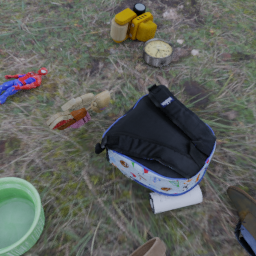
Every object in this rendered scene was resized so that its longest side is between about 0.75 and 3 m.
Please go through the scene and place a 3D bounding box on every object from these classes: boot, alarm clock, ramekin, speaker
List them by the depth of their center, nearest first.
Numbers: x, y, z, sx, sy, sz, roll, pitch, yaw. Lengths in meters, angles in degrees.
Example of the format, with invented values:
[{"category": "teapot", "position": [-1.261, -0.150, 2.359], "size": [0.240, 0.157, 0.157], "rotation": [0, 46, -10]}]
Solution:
[{"category": "ramekin", "position": [-3.139, 2.370, 7.258], "size": [1.966, 0.960, 1.966], "rotation": [0, 53, 0]}, {"category": "boot", "position": [3.098, 2.447, 7.374], "size": [0.916, 0.706, 1.889], "rotation": [-26, 59, -21]}, {"category": "speaker", "position": [1.328, 1.951, 7.822], "size": [1.410, 0.573, 0.573], "rotation": [-11, 54, -9]}, {"category": "alarm clock", "position": [1.287, -2.949, 11.489], "size": [1.293, 0.638, 1.917], "rotation": [-10, 52, -8]}]

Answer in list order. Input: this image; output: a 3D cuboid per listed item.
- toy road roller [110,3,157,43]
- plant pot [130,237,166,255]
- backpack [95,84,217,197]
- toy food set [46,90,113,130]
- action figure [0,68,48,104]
[{"category": "toy road roller", "position": [0.341, -4.376, 12.249], "size": [1.984, 1.219, 1.448], "rotation": [-37, 73, -25]}, {"category": "plant pot", "position": [0.524, 3.459, 6.333], "size": [1.465, 1.465, 1.277], "rotation": [-35, 79, -23]}, {"category": "backpack", "position": [0.963, 0.584, 7.887], "size": [2.685, 2.172, 2.819], "rotation": [29, 63, 29]}, {"category": "toy food set", "position": [-1.398, -0.433, 8.477], "size": [0.456, 1.840, 2.895], "rotation": [56, 25, 0]}, {"category": "action figure", "position": [-4.232, -1.600, 10.498], "size": [2.699, 0.697, 0.883], "rotation": [-32, 57, -25]}]
